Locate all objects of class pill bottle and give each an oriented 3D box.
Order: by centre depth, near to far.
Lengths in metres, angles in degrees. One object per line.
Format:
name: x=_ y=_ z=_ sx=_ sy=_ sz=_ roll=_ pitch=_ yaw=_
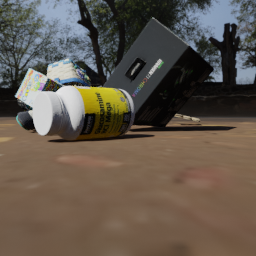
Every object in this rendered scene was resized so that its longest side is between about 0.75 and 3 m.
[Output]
pill bottle: x=-0.710 y=-0.249 z=4.677 sx=1.557 sy=0.875 sz=0.875 roll=-4 pitch=5 yaw=-42

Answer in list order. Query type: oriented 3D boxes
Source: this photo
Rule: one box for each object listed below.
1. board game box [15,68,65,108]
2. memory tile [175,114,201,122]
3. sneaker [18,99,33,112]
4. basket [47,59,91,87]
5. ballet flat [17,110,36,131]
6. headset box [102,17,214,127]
board game box: x=-1.867 y=-0.759 z=7.072 sx=0.778 sy=0.792 sz=1.511 roll=28 pitch=2 yaw=33
memory tile: x=2.380 y=-0.418 z=11.265 sx=1.026 sy=0.112 sz=1.339 roll=13 pitch=6 yaw=10
sneaker: x=-3.202 y=-0.701 z=8.972 sx=0.336 sy=0.345 sz=0.867 roll=15 pitch=-30 yaw=32
basket: x=-2.121 y=-1.292 z=10.235 sx=1.491 sy=2.144 sz=1.891 roll=-9 pitch=-12 yaw=17
ballet flat: x=-2.328 y=-0.233 z=6.833 sx=0.538 sy=0.538 sz=1.473 roll=-1 pitch=-2 yaw=-10
headset box: x=0.793 y=-1.245 z=7.339 sx=1.215 sy=2.281 sz=2.620 roll=46 pitch=21 yaw=22
